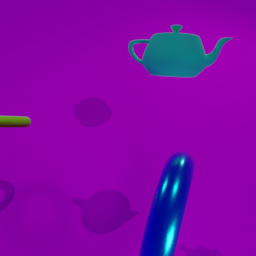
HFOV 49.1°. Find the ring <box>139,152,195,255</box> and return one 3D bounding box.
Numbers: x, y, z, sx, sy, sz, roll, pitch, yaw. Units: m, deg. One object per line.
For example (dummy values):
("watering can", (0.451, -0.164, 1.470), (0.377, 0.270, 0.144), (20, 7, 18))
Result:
("ring", (0.587, 1.354, 4.153), (0.412, 2.059, 2.059), (14, 49, 14))

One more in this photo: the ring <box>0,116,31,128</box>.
("ring", (-2.726, -0.140, 6.078), (1.177, 1.177, 0.235), (1, 91, 1))

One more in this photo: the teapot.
("teapot", (0.910, -1.391, 5.095), (1.859, 0.910, 1.156), (5, 11, 12))
